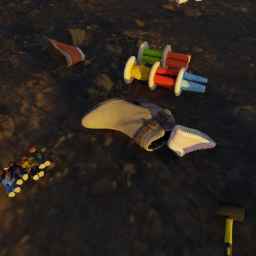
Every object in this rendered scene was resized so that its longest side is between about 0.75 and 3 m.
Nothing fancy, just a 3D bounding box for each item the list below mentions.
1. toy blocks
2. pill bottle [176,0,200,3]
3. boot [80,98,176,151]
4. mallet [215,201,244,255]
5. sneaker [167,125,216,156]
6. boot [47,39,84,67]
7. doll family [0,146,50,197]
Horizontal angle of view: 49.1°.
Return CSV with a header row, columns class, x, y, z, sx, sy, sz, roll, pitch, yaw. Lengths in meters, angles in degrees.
class,x,y,z,sx,sy,sz,roll,pitch,yaw
toy blocks,1.603,-2.207,10.445,2.862,1.039,2.385,16,45,17
pill bottle,2.387,-4.518,8.174,2.169,1.262,1.262,-17,43,5
boot,0.147,-0.059,8.207,2.596,0.912,1.898,-20,48,-20
mallet,2.039,2.368,5.963,0.607,0.379,1.843,16,49,17
sneaker,1.757,0.451,7.970,1.479,0.773,0.557,16,23,-27
boot,-2.694,-3.279,11.954,1.014,0.709,1.891,-29,58,-33
doll family,-2.742,1.063,7.206,1.498,0.588,0.866,-33,57,-27
